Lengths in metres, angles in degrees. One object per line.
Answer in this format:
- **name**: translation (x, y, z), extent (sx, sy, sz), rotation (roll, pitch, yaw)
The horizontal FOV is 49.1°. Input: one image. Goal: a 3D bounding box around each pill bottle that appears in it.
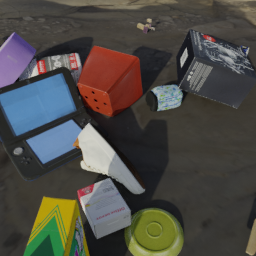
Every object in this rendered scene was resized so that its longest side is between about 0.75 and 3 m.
- **pill bottle**: translation (-2.918, -2.066, 10.690), extent (2.271, 1.293, 1.293), rotation (-11, 43, -12)

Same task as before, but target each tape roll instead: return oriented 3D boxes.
- **tape roll**: translation (-4.474, -2.321, 10.272), extent (2.265, 0.962, 2.265), rotation (-35, 33, 27)

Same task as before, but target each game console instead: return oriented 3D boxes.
- **game console**: translation (-2.363, -0.265, 8.364), extent (2.856, 1.690, 2.438), rotation (-28, 48, -27)

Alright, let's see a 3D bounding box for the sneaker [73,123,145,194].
- **sneaker**: translation (-0.581, 1.037, 7.698), extent (1.052, 0.905, 2.485), rotation (-46, 65, 4)

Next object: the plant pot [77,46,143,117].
- **plant pot**: translation (-0.714, -1.477, 9.809), extent (1.825, 1.827, 1.610), rotation (21, 59, 22)

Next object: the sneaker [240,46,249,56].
- **sneaker**: translation (5.026, -3.202, 12.371), extent (0.514, 0.735, 1.273), rotation (8, 42, 11)

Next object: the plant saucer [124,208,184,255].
- **plant saucer**: translation (0.604, 2.403, 6.479), extent (1.382, 0.215, 1.382), rotation (-1, 42, 0)

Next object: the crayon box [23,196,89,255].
- **crayon box**: translation (-1.200, 2.608, 4.724), extent (0.649, 2.226, 1.920), rotation (2, 42, 2)

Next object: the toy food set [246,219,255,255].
- **toy food set**: translation (3.524, 2.853, 5.943), extent (1.997, 0.314, 1.269), rotation (27, 48, 17)

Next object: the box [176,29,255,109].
- **box**: translation (3.127, -2.259, 10.353), extent (2.321, 1.327, 2.549), rotation (18, 40, -8)

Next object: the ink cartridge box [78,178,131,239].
- **ink cartridge box**: translation (-0.583, 1.883, 6.707), extent (0.905, 0.525, 1.226), rotation (-17, 36, -19)

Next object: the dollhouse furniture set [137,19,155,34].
- **dollhouse furniture set**: translation (1.032, -5.638, 15.253), extent (0.671, 0.749, 0.946), rotation (-12, 38, -36)

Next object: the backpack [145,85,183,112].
- **backpack**: translation (1.357, -1.080, 10.004), extent (1.208, 0.929, 0.985), rotation (4, 33, -17)
